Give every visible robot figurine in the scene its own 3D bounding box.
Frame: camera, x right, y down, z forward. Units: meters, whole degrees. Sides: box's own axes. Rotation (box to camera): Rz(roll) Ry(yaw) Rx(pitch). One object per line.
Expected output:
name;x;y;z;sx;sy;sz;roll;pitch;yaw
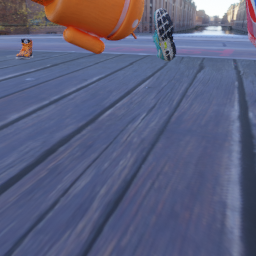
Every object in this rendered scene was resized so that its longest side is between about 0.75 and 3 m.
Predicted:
robot figurine;-0.518;-1.937;4.133;1.807;1.054;1.300;8;58;-33

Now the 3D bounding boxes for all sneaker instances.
sneaker;-2.719;-2.072;7.328;0.359;0.518;0.924;1;20;-10
sneaker;0.676;-1.903;5.826;0.429;1.106;0.440;-36;42;-27

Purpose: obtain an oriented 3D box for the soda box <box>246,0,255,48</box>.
soda box;1.898;-1.931;3.543;0.676;1.930;0.612;-19;43;9
